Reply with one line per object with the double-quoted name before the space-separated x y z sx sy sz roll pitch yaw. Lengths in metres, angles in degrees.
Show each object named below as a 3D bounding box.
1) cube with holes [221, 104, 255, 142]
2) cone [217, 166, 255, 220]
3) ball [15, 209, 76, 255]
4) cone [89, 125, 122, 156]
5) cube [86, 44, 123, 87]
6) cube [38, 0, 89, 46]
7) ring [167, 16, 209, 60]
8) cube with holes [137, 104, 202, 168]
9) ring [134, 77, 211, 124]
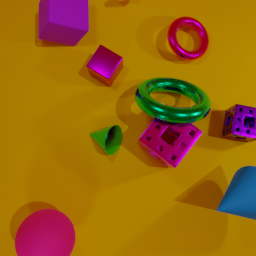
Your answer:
"cube with holes" 3.162 -0.113 7.704 0.809 0.809 0.809 11 82 2
"cone" 2.611 1.753 6.689 1.420 1.414 1.414 -11 81 -30
"ball" -1.926 2.607 6.580 1.366 1.366 1.366 0 82 0
"cone" -0.749 0.254 7.856 0.862 0.859 0.859 12 81 28
"cube" -0.638 -1.753 7.972 0.749 0.749 0.749 31 83 4
"cube" -1.806 -3.095 7.789 1.102 1.102 1.102 2 81 -31
"ring" 1.750 -2.596 8.109 1.315 0.263 1.315 2 82 -17
"cube with holes" 1.054 0.271 7.478 1.144 1.144 1.144 38 84 5
"ring" 1.166 -0.768 7.342 2.011 2.011 0.402 9 126 1
